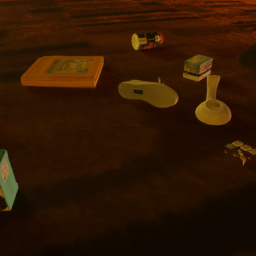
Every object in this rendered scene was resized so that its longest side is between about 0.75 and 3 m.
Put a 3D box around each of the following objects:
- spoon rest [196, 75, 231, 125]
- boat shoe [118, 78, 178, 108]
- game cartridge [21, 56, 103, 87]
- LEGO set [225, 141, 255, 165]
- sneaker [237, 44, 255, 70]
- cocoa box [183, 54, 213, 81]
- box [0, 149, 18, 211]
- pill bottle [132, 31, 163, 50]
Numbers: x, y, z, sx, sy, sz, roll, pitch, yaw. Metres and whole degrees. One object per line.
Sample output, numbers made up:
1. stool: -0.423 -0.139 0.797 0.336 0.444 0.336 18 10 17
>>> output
1. spoon rest: 2.917 -0.885 9.585 1.132 0.691 2.278 6 47 11
2. boat shoe: 0.855 -1.338 10.053 2.333 0.862 0.995 12 31 35
3. game cartridge: -2.680 -2.508 12.027 2.975 0.482 2.622 3 34 2
4. LEGO set: 3.021 0.658 7.598 0.932 0.229 0.696 -13 34 -39
5. sneaker: 3.345 -1.859 6.412 1.631 0.619 0.740 -17 -15 21
6. cocoa box: 2.967 -2.574 11.880 0.749 0.737 1.123 26 41 33
7. box: -3.955 1.175 5.840 2.892 1.190 0.711 -3 35 -3
8. pill bottle: 1.085 -4.719 15.007 1.603 0.851 0.851 -16 37 -22
